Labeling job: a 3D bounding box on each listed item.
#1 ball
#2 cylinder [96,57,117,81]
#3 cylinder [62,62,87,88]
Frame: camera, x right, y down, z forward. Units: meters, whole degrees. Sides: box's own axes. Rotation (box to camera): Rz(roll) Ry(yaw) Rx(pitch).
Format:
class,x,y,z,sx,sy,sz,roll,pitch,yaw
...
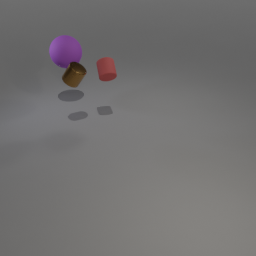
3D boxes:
class,x,y,z,sx,sy,sz,roll,pitch,yaw
ball,-2.717,-3.327,12.261,1.400,1.400,1.400,0,30,0
cylinder,-0.839,-2.287,10.952,0.700,0.700,0.700,-8,74,-13
cylinder,-2.019,-2.000,10.508,0.700,0.700,0.700,28,35,-22
